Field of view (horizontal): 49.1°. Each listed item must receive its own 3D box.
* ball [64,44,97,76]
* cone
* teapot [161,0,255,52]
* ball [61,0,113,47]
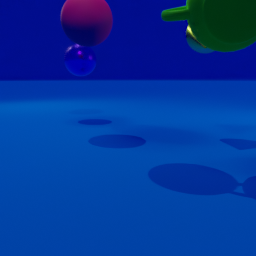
[{"bbox_3d":[-1.417,-2.025,8.343,0.954,0.954,0.954,0,10,0],"label":"ball"},{"bbox_3d":[1.566,-1.756,5.634,0.845,0.845,0.848,3,36,15],"label":"cone"},{"bbox_3d":[1.351,-1.622,3.654,1.833,1.140,0.898,-10,27,3],"label":"teapot"},{"bbox_3d":[-0.906,-2.381,6.184,1.132,1.132,1.132,0,10,0],"label":"ball"}]
